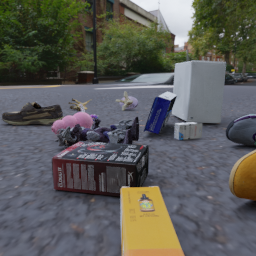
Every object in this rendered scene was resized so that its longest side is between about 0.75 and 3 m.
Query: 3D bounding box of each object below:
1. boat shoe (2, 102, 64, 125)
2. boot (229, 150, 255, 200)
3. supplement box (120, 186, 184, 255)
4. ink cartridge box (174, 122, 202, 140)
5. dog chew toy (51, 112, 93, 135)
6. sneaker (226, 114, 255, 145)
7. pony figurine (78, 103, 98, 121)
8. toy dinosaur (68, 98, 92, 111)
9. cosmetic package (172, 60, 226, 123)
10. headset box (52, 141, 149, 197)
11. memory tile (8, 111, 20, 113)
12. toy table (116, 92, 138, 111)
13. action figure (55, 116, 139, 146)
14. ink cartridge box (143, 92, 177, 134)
[{"bbox_3d":[-4.275,-0.699,12.694,2.757,1.011,1.027,-1,11,-3],"label":"boat shoe"},{"bbox_3d":[3.268,0.964,4.662,2.680,0.943,1.919,-1,10,-28],"label":"boot"},{"bbox_3d":[0.219,1.360,3.570,0.619,0.640,1.861,0,13,-2],"label":"supplement box"},{"bbox_3d":[2.139,0.097,9.932,0.957,0.555,0.325,-3,12,-21],"label":"ink cartridge box"},{"bbox_3d":[-1.983,-0.069,9.960,1.454,0.905,0.905,-10,15,-31],"label":"dog chew toy"},{"bbox_3d":[4.475,0.181,8.540,2.735,1.018,1.197,0,16,-3],"label":"sneaker"},{"bbox_3d":[-1.774,-0.354,11.098,1.100,0.916,1.061,-29,-20,3],"label":"pony figurine"},{"bbox_3d":[-3.083,-1.411,17.773,1.150,0.662,2.274,17,21,4],"label":"toy dinosaur"},{"bbox_3d":[3.316,-1.779,13.517,1.669,2.706,2.714,1,11,-5],"label":"cosmetic package"},{"bbox_3d":[-0.604,0.804,6.005,1.908,0.716,1.418,3,12,13],"label":"headset box"},{"bbox_3d":[-5.967,-0.739,15.170,1.125,0.123,1.468,-9,15,-36],"label":"memory tile"},{"bbox_3d":[-0.097,-1.595,17.274,1.273,1.170,0.745,-7,-10,28],"label":"toy table"},{"bbox_3d":[-1.064,0.173,8.727,2.739,0.950,1.782,1,17,22],"label":"action figure"},{"bbox_3d":[1.355,-0.631,11.219,0.563,1.427,2.870,22,17,12],"label":"ink cartridge box"}]
